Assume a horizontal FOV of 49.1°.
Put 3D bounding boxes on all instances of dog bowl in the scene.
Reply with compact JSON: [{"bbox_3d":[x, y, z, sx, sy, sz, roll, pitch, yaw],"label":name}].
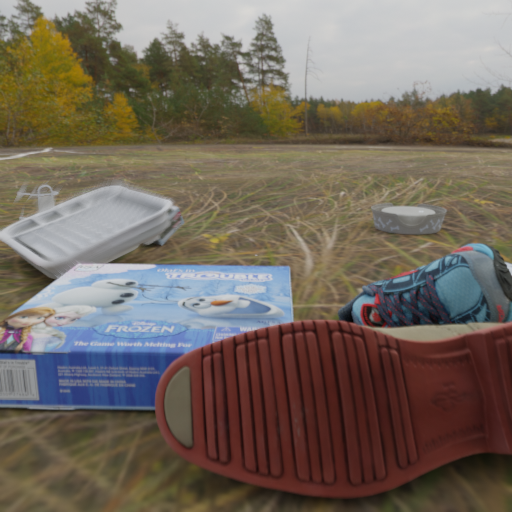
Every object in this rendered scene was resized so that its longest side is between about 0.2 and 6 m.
[{"bbox_3d":[3.819,-0.943,14.117,1.827,0.536,1.827,0,15,0],"label":"dog bowl"}]

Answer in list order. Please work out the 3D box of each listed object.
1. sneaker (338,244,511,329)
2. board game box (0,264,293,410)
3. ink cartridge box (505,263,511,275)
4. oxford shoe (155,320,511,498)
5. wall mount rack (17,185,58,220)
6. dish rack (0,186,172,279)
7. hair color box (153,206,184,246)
[{"bbox_3d":[1.767,0.663,6.281,1.270,1.055,2.659,-15,-11,-18],"label":"sneaker"},{"bbox_3d":[-1.164,0.814,6.947,3.238,0.702,3.222,1,13,2],"label":"board game box"},{"bbox_3d":[4.408,0.349,9.744,1.086,0.220,1.084,8,16,28],"label":"ink cartridge box"},{"bbox_3d":[1.042,1.246,4.945,3.764,1.326,1.408,0,-9,-6],"label":"oxford shoe"},{"bbox_3d":[-4.950,-1.131,12.771,0.867,0.998,0.372,-6,17,-25],"label":"wall mount rack"},{"bbox_3d":[-3.223,-0.442,10.704,2.674,0.678,3.115,-29,28,-29],"label":"dish rack"},{"bbox_3d":[-2.572,-0.862,12.795,1.692,0.513,0.838,18,53,33],"label":"hair color box"}]
